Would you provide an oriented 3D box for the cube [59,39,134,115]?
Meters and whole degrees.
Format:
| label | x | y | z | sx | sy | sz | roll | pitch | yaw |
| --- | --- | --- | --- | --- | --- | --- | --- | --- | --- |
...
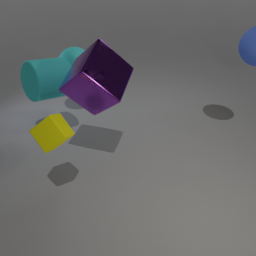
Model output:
| label | x | y | z | sx | sy | sz | roll | pitch | yaw |
| --- | --- | --- | --- | --- | --- | --- | --- | --- | --- |
| cube | -0.934 | -1.466 | 8.379 | 1.400 | 1.400 | 1.400 | -21 | 41 | 48 |

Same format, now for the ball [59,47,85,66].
| label | x | y | z | sx | sy | sz | roll | pitch | yaw |
| --- | --- | --- | --- | --- | --- | --- | --- | --- | --- |
| ball | -2.235 | -2.704 | 11.827 | 1.400 | 1.400 | 1.400 | 0 | 32 | 0 |

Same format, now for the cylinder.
| label | x | y | z | sx | sy | sz | roll | pitch | yaw |
| --- | --- | --- | --- | --- | --- | --- | --- | --- | --- |
| cylinder | -2.843 | -1.736 | 9.937 | 1.400 | 1.400 | 1.400 | -19 | 36 | -41 |

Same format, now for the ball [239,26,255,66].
| label | x | y | z | sx | sy | sz | roll | pitch | yaw |
| --- | --- | --- | --- | --- | --- | --- | --- | --- | --- |
| ball | 4.633 | -2.873 | 9.830 | 1.400 | 1.400 | 1.400 | 0 | 32 | 0 |

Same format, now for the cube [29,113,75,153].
| label | x | y | z | sx | sy | sz | roll | pitch | yaw |
| --- | --- | --- | --- | --- | --- | --- | --- | --- | --- |
| cube | -1.928 | 0.117 | 7.188 | 0.700 | 0.700 | 0.700 | -36 | 1 | 10 |
